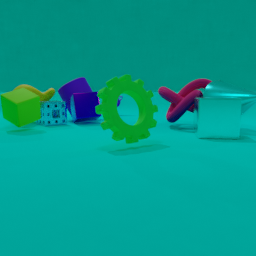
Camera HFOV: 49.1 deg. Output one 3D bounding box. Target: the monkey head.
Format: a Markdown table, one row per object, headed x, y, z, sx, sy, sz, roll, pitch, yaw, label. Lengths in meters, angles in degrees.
| x | y | z | sx | sy | sz | roll | pitch | yaw | label |
| --- | --- | --- | --- | --- | --- | --- | --- | --- | --- |
| -3.477 | -1.166 | 10.172 | 1.196 | 1.428 | 1.985 | 44 | 0 | -23 | monkey head |

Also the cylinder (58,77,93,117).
| x | y | z | sx | sy | sz | roll | pitch | yaw | label |
| --- | --- | --- | --- | --- | --- | --- | --- | --- | --- |
| -1.969 | -1.207 | 11.170 | 1.225 | 1.225 | 1.225 | -29 | 1 | 1 | cylinder |

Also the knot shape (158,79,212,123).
| x | y | z | sx | sy | sz | roll | pitch | yaw | label |
| --- | --- | --- | --- | --- | --- | --- | --- | --- | --- |
| 1.851 | -0.844 | 8.962 | 2.073 | 0.958 | 1.940 | 1 | 27 | 28 | knot shape |

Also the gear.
| x | y | z | sx | sy | sz | roll | pitch | yaw | label |
| --- | --- | --- | --- | --- | --- | --- | --- | --- | --- |
| 0.010 | -0.401 | 5.983 | 1.436 | 1.436 | 0.266 | -6 | -6 | -36 | gear |

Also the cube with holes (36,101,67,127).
| x | y | z | sx | sy | sz | roll | pitch | yaw | label |
| --- | --- | --- | --- | --- | --- | --- | --- | --- | --- |
| -2.657 | -0.519 | 9.674 | 0.797 | 0.797 | 0.797 | -7 | 11 | -39 | cube with holes |

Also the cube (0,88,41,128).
| x | y | z | sx | sy | sz | roll | pitch | yaw | label |
| --- | --- | --- | --- | --- | --- | --- | --- | --- | --- |
| -3.146 | -0.612 | 8.250 | 0.789 | 0.789 | 0.789 | 26 | 35 | 27 | cube |

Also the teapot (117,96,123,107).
| x | y | z | sx | sy | sz | roll | pitch | yaw | label |
| --- | --- | --- | --- | --- | --- | --- | --- | --- | --- |
| -0.727 | -1.227 | 12.957 | 1.054 | 0.516 | 0.656 | -24 | 49 | -5 | teapot |

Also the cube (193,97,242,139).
| x | y | z | sx | sy | sz | roll | pitch | yaw | label |
| --- | --- | --- | --- | --- | --- | --- | --- | --- | --- |
| 2.290 | -0.292 | 7.327 | 1.009 | 1.009 | 1.009 | 1 | 8 | 6 | cube |

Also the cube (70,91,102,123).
| x | y | z | sx | sy | sz | roll | pitch | yaw | label |
| --- | --- | --- | --- | --- | --- | --- | --- | --- | --- |
| -1.520 | -0.734 | 9.961 | 0.888 | 0.888 | 0.888 | -7 | -5 | -20 | cube |

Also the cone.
| x | y | z | sx | sy | sz | roll | pitch | yaw | label |
| --- | --- | --- | --- | --- | --- | --- | --- | --- | --- |
| 3.219 | -0.777 | 7.978 | 1.519 | 1.519 | 1.525 | -5 | -2 | -31 | cone |
